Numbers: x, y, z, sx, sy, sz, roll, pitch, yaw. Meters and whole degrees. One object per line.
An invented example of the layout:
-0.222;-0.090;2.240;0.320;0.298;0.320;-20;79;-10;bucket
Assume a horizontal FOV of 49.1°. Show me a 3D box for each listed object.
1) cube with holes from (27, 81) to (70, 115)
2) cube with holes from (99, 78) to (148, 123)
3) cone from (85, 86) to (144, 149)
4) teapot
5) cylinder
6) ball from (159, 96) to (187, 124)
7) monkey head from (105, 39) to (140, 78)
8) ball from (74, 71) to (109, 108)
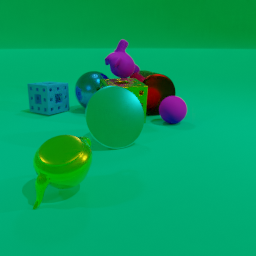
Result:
-2.742;-1.064;9.723;0.967;0.967;0.967;10;18;32;cube with holes
-0.176;-0.826;8.541;1.148;1.148;1.148;-5;23;-18;cube with holes
-0.572;-0.190;7.167;1.476;1.476;1.481;-8;-2;-25;cone
-1.053;0.620;4.529;0.931;0.733;1.497;17;43;23;teapot
0.743;-1.255;9.735;1.371;1.371;1.371;-6;18;-18;cylinder
1.349;-0.544;8.403;0.832;0.832;0.832;0;17;0;ball
-0.151;-2.438;10.068;1.052;1.255;1.745;37;17;25;monkey head
-1.190;-1.309;9.894;1.381;1.381;1.381;0;17;0;ball
